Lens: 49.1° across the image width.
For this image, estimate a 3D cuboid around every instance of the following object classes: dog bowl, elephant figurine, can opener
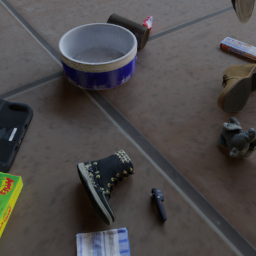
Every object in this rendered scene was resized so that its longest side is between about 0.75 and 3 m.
[{"bbox_3d":[-1.091,-2.753,10.540,2.842,1.119,2.842,0,48,0],"label":"dog bowl"},{"bbox_3d":[3.043,0.212,8.132,0.952,1.043,1.345,-54,43,11],"label":"elephant figurine"},{"bbox_3d":[0.773,1.871,6.874,0.352,0.284,0.896,-8,48,-8],"label":"can opener"}]

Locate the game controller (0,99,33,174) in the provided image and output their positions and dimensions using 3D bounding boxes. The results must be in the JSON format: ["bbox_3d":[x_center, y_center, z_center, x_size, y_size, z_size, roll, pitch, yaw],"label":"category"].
[{"bbox_3d":[-3.879,0.219,8.310,1.493,0.603,2.862,13,48,-8],"label":"game controller"}]

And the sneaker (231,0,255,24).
[{"bbox_3d":[3.144,-3.971,8.290,0.649,1.836,0.911,-18,12,-18],"label":"sneaker"}]

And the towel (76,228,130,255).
[{"bbox_3d":[-0.551,2.696,6.216,1.186,0.141,0.871,-5,48,-5],"label":"towel"}]

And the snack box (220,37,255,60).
[{"bbox_3d":[4.769,-3.300,11.657,1.771,0.215,0.637,32,55,26],"label":"snack box"}]

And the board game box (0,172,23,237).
[{"bbox_3d":[-3.371,2.015,6.493,1.059,0.496,2.085,12,48,-2],"label":"board game box"}]

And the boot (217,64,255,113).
[{"bbox_3d":[3.596,-1.419,9.534,1.118,1.091,2.964,20,42,35],"label":"boot"}]

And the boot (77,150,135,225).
[{"bbox_3d":[-0.373,1.387,7.076,1.375,0.657,1.820,-20,51,-21],"label":"boot"}]

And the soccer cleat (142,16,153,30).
[{"bbox_3d":[0.925,-4.751,12.918,0.521,0.454,1.361,44,38,-16],"label":"soccer cleat"}]

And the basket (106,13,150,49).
[{"bbox_3d":[0.029,-3.993,11.730,1.568,1.066,1.414,24,12,11],"label":"basket"}]
